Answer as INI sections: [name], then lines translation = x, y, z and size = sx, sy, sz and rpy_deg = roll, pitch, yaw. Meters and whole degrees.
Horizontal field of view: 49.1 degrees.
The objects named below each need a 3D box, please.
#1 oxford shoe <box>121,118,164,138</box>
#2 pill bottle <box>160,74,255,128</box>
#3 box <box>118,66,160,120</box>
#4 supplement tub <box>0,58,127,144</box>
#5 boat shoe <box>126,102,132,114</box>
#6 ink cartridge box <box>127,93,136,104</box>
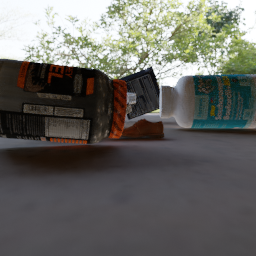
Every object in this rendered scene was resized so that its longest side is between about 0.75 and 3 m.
[oxford shoe]
translation = 0.168, 0.008, 4.737
size = 0.948, 0.338, 0.338
rpy_deg = -3, 5, -24
[pill bottle]
translation = 2.080, -0.676, 7.205
size = 2.492, 1.380, 1.380
rpy_deg = 0, 4, 3
[box]
translation = 0.530, -1.501, 11.983
size = 1.688, 1.702, 1.049
rpy_deg = -18, 20, 13
[supplement tub]
translation = -0.889, -0.317, 3.659
size = 1.647, 1.009, 1.009
rpy_deg = 5, 3, -11
[boat shoe]
translation = -0.770, -0.405, 5.450
size = 1.985, 0.652, 0.714
rpy_deg = -14, 3, -34
[ink cartridge box]
translation = -0.730, -0.866, 8.442
size = 1.376, 0.349, 1.562
rpy_deg = 8, 14, 31
